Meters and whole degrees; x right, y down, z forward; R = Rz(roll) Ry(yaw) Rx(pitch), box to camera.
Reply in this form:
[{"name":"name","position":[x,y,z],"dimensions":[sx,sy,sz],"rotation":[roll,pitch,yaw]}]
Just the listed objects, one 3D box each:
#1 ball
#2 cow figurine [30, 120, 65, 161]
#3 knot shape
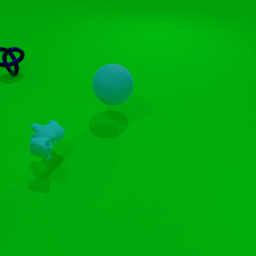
[{"name":"ball","position":[-0.408,-1.172,7.651],"dimensions":[1.123,1.123,1.123],"rotation":[0,41,0]},{"name":"cow figurine","position":[-1.814,0.263,6.396],"dimensions":[1.033,0.576,1.050],"rotation":[31,32,33]},{"name":"knot shape","position":[-4.062,-2.281,9.650],"dimensions":[1.077,1.008,0.498],"rotation":[-8,29,0]}]
